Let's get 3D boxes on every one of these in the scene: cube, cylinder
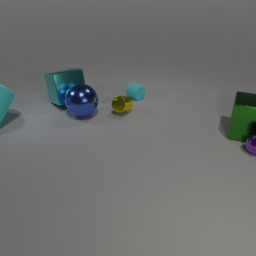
[{"bbox_3d":[4.566,-0.392,10.350,1.400,1.400,1.400,12,30,19],"label":"cube"},{"bbox_3d":[0.381,-1.793,13.645,0.700,0.700,0.700,-21,35,-33],"label":"cylinder"},{"bbox_3d":[-5.403,-1.018,10.965,1.400,1.400,1.400,16,75,27],"label":"cylinder"},{"bbox_3d":[-2.851,-1.925,12.844,1.400,1.400,1.400,-18,19,-28],"label":"cube"},{"bbox_3d":[-0.239,-1.047,12.092,0.700,0.700,0.700,16,16,26],"label":"cylinder"}]

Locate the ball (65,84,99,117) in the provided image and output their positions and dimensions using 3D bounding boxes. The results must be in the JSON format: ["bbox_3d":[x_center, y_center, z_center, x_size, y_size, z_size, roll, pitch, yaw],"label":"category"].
[{"bbox_3d":[-1.937,-1.149,11.753,1.400,1.400,1.400,0,29,0],"label":"ball"}]

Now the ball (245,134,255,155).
[{"bbox_3d":[4.321,0.548,9.403,0.700,0.700,0.700,0,29,0],"label":"ball"}]
